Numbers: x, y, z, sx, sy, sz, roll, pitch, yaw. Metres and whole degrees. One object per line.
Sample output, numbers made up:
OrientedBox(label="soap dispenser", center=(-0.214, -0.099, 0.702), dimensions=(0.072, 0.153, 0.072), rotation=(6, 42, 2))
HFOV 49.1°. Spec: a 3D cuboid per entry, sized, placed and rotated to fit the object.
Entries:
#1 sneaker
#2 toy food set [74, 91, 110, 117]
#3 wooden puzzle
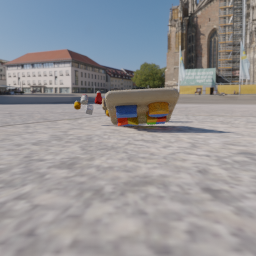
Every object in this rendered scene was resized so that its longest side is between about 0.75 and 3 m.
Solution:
OrientedBox(label="sneaker", center=(0.092, -0.935, 10.917), dimensions=(1.999, 0.739, 0.793), rotation=(-26, -31, 11))
OrientedBox(label="toy food set", center=(-1.114, -0.859, 9.407), dimensions=(1.326, 0.633, 0.597), rotation=(10, 45, -13))
OrientedBox(label="wooden puzzle", center=(0.392, -0.446, 8.118), dimensions=(1.949, 0.487, 2.104), rotation=(-3, -19, 1))
